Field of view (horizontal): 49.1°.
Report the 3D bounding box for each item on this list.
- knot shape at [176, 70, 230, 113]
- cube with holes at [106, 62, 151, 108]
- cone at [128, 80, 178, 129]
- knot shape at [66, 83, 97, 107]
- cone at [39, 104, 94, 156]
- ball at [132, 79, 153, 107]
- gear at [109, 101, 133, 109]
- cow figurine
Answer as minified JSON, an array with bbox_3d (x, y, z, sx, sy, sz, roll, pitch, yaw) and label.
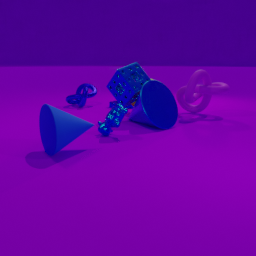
[{"bbox_3d":[2.861,-1.378,10.521,1.855,0.916,1.982,-12,-25,-5],"label":"knot shape"},{"bbox_3d":[0.055,-1.434,9.341,0.944,0.944,0.944,-31,-9,-38],"label":"cube with holes"},{"bbox_3d":[0.505,-0.515,9.222,1.608,1.608,1.614,-13,-8,-43],"label":"cone"},{"bbox_3d":[-2.173,-1.429,12.695,1.384,0.684,1.479,-23,25,22],"label":"knot shape"},{"bbox_3d":[-1.286,-0.012,6.418,1.156,1.151,1.151,-7,15,-33],"label":"cone"},{"bbox_3d":[0.722,-1.279,11.060,1.360,1.360,1.360,0,14,0],"label":"ball"},{"bbox_3d":[-0.226,-1.050,12.555,1.218,0.225,1.218,0,14,0],"label":"gear"},{"bbox_3d":[-0.439,-0.228,7.722,0.523,0.954,0.938,35,-10,-12],"label":"cow figurine"}]
